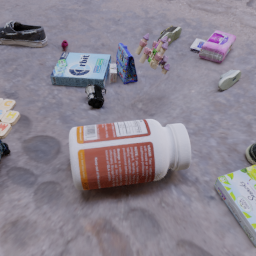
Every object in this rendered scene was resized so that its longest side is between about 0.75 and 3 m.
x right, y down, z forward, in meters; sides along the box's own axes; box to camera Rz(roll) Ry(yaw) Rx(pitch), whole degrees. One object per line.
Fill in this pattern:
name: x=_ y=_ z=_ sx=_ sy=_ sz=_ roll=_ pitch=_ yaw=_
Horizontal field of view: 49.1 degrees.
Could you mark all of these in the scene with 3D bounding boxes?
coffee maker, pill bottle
coffee maker: x=-1.077 y=-1.130 z=9.860 sx=0.772 sy=0.541 sz=0.803 roll=-10 pitch=47 yaw=-10
pill bottle: x=0.037 y=0.644 z=7.356 sx=2.950 sy=1.655 sz=1.655 roll=-6 pitch=46 yaw=-6

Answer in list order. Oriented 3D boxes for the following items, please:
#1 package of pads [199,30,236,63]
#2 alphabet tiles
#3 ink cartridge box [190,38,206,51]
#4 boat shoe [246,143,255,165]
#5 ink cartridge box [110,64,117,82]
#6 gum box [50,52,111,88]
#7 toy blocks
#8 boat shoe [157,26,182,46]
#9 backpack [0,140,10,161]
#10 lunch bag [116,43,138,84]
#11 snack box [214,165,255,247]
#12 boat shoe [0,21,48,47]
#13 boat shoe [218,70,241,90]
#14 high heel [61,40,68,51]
package of pads: x=3.879 y=-3.526 z=12.108 sx=1.033 sy=0.649 sz=1.715 roll=25 pitch=51 yaw=20
alphabet tiles: x=-4.883 y=-0.286 z=9.285 sx=2.355 sy=0.172 sz=2.303 roll=10 pitch=47 yaw=9
ink cartridge box: x=3.154 y=-3.723 z=12.639 sx=0.467 sy=0.183 sz=0.986 roll=21 pitch=47 yaw=18
boat shoe: x=4.734 y=0.411 z=7.992 sx=2.619 sy=0.868 sz=0.979 roll=-7 pitch=63 yaw=-7
ink cartridge box: x=-0.572 y=-2.079 z=10.833 sx=0.269 sy=0.457 sz=0.793 roll=0 pitch=46 yaw=-5
gum box: x=-1.803 y=-2.324 z=11.080 sx=2.037 sy=0.454 sz=1.731 roll=5 pitch=46 yaw=4
toy blocks: x=0.971 y=-2.380 z=8.596 sx=1.161 sy=0.977 sz=1.085 roll=22 pitch=27 yaw=-21
boat shoe: x=1.797 y=-4.206 z=12.804 sx=0.557 sy=0.660 sz=1.851 roll=27 pitch=44 yaw=24
backpack: x=-4.365 y=0.469 z=7.274 sx=1.812 sy=1.980 sz=1.455 roll=2 pitch=50 yaw=0
lunch bag: x=-0.052 y=-2.525 z=10.658 sx=0.627 sy=1.332 sz=1.003 roll=-15 pitch=48 yaw=-14
snack box: x=3.181 y=1.862 z=6.989 sx=1.246 sy=0.464 sz=1.752 roll=-15 pitch=48 yaw=-15
boat shoe: x=-5.121 y=-4.381 z=12.705 sx=2.909 sy=0.986 sz=1.043 roll=11 pitch=47 yaw=11
boat shoe: x=3.770 y=-1.855 z=10.679 sx=1.353 sy=0.472 sz=0.482 roll=-32 pitch=39 yaw=-29
high heel: x=-2.854 y=-3.841 z=12.584 sx=0.291 sy=0.415 sz=0.863 roll=-8 pitch=46 yaw=-7
